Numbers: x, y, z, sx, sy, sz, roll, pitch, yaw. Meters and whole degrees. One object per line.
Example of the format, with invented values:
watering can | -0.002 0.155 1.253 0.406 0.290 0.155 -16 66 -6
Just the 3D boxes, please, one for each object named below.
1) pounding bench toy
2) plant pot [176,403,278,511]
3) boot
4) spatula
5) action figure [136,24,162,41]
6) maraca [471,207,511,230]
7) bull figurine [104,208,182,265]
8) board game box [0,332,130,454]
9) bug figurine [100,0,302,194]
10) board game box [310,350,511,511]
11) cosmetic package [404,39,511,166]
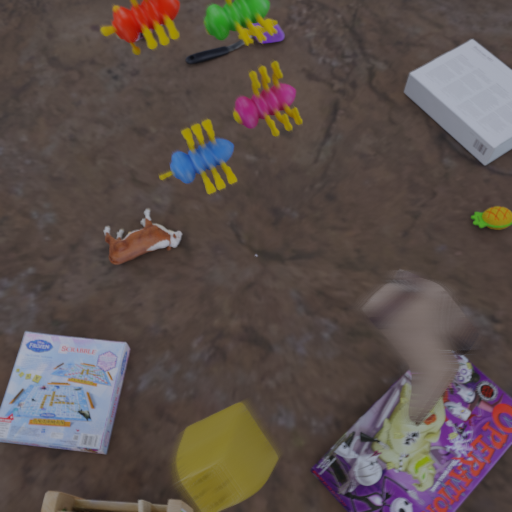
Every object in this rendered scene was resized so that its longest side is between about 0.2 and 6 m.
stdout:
pounding bench toy | -1.974 3.857 7.015 1.976 2.533 1.574 4 62 2
plant pot | -0.347 2.073 5.526 0.753 0.770 0.748 -30 97 20
boot | 1.763 0.948 6.465 1.236 0.594 1.690 38 53 13
spatula | -0.496 -4.896 12.988 2.468 0.254 0.697 -26 70 -11
action figure | -2.614 -5.444 13.289 0.549 0.610 0.820 36 41 -30
maraca | 4.516 -0.710 10.682 0.769 0.411 0.527 -5 41 8
bull figurine | -2.124 -0.345 10.448 1.423 0.463 0.864 -23 62 -13
board game box | -3.125 2.203 9.127 1.771 0.364 1.767 6 62 3
bug figurine | -0.725 -2.743 8.588 2.549 0.846 3.287 -21 102 -5
board game box | 2.581 2.931 8.724 3.102 0.501 1.862 -39 73 -19
cosmetic package | 4.732 -3.324 11.927 1.894 0.649 2.512 -32 66 -14
